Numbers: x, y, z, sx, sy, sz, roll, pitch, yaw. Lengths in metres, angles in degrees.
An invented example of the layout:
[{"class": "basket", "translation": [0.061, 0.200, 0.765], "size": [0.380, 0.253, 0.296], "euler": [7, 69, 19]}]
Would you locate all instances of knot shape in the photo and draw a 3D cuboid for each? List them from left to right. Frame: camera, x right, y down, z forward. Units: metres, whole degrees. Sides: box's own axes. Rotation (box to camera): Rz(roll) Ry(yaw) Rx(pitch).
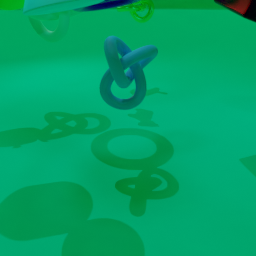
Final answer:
[{"class": "knot shape", "translation": [-2.135, -3.245, 7.728], "size": [2.003, 1.874, 0.926], "euler": [10, 53, -30]}, {"class": "knot shape", "translation": [-0.054, -1.066, 4.970], "size": [0.625, 1.352, 1.265], "euler": [26, -8, 34]}, {"class": "knot shape", "translation": [0.203, -4.432, 10.179], "size": [1.269, 0.627, 1.356], "euler": [-17, 69, -13]}]

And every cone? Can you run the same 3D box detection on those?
[{"class": "cone", "translation": [-0.964, -2.168, 3.640], "size": [1.122, 1.126, 1.122], "euler": [-10, 20, 4]}]

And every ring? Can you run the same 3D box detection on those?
[{"class": "ring", "translation": [-0.458, -3.032, 6.464], "size": [1.876, 0.375, 1.876], "euler": [-9, 18, 3]}]

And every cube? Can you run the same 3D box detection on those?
[{"class": "cube", "translation": [2.725, -2.717, 5.329], "size": [1.312, 1.312, 1.312], "euler": [11, 32, -20]}]

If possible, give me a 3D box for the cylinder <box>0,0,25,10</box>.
[{"class": "cylinder", "translation": [-2.001, -2.800, 4.581], "size": [1.192, 1.192, 1.192], "euler": [-32, 5, 3]}]
